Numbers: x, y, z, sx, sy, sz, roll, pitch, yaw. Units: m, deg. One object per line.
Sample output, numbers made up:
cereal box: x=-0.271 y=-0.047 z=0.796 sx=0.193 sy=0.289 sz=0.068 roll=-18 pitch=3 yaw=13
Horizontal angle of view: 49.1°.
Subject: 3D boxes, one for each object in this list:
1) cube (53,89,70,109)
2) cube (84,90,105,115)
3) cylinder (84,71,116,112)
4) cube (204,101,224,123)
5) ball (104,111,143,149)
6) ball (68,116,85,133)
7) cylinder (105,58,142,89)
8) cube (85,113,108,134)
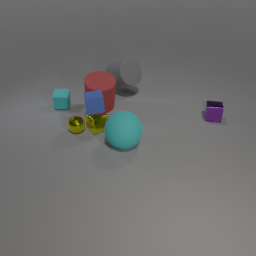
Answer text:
cube: x=-3.115 y=-1.354 z=13.175 sx=0.700 sy=0.700 sz=0.700 roll=0 pitch=40 yaw=-5
cube: x=-1.320 y=-1.005 z=10.992 sx=0.700 sy=0.700 sz=0.700 roll=-9 pitch=30 yaw=-7
cylinder: x=-1.278 y=-1.644 z=12.816 sx=1.400 sy=1.400 sz=1.400 roll=3 pitch=49 yaw=-4
cube: x=3.768 y=-0.728 z=12.300 sx=0.700 sy=0.700 sz=0.700 roll=7 pitch=30 yaw=10
ball: x=-0.166 y=0.071 z=10.295 sx=1.400 sy=1.400 sz=1.400 roll=0 pitch=31 yaw=0
ball: x=-2.092 y=-0.145 z=11.337 sx=0.700 sy=0.700 sz=0.700 roll=0 pitch=31 yaw=0
cylinder: x=-0.253 y=-2.767 z=14.356 sx=1.400 sy=1.400 sz=1.400 roll=-25 pitch=16 yaw=-35
cube: x=-1.279 y=-0.270 z=11.541 sx=0.700 sy=0.700 sz=0.700 roll=-20 pitch=36 yaw=-31
